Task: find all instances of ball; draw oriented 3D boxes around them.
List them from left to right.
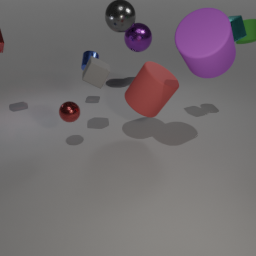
[{"bbox_3d":[-1.923,-0.529,9.233,0.700,0.700,0.700,0,29,0],"label":"ball"},{"bbox_3d":[-0.345,-5.051,12.677,1.400,1.400,1.400,0,29,0],"label":"ball"},{"bbox_3d":[0.506,-4.502,13.959,1.400,1.400,1.400,0,29,0],"label":"ball"}]

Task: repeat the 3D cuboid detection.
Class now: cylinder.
[{"bbox_3d":[-1.624,-2.839,12.044,0.700,0.700,0.700,3,72,5],"label":"cylinder"},{"bbox_3d":[0.806,-1.324,9.683,1.400,1.400,1.400,25,34,-18],"label":"cylinder"},{"bbox_3d":[2.130,-2.251,7.620,1.400,1.400,1.400,17,-5,29],"label":"cylinder"},{"bbox_3d":[4.104,-3.335,9.718,0.700,0.700,0.700,-6,7,1],"label":"cylinder"}]

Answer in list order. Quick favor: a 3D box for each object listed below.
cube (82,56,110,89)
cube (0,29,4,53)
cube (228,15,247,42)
[{"bbox_3d":[-1.081,-1.887,9.457,0.700,0.700,0.700,24,25,-20],"label":"cube"},{"bbox_3d":[-4.977,-3.197,10.196,0.700,0.700,0.700,-14,-9,-31],"label":"cube"},{"bbox_3d":[3.370,-3.248,9.314,0.700,0.700,0.700,-28,23,-3],"label":"cube"}]
